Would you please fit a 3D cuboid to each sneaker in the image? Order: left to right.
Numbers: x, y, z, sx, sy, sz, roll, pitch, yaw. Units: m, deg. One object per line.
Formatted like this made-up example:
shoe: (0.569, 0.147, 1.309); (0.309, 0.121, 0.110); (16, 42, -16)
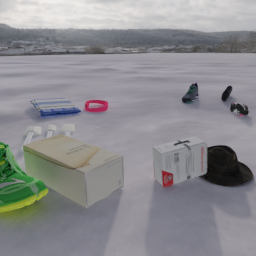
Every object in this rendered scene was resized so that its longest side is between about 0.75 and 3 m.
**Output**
sneaker: (-2.456, 0.809, 5.191); (2.395, 1.001, 0.887); (13, 22, 34)
sneaker: (2.955, -1.707, 13.292); (0.629, 0.740, 1.691); (6, 19, 24)
sneaker: (4.433, -0.758, 10.842); (0.528, 0.491, 1.222); (1, 19, -1)

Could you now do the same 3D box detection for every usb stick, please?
usb stick: (4.823, -1.700, 13.645); (0.307, 0.522, 1.883); (24, 25, 17)

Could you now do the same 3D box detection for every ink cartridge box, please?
ink cartridge box: (1.084, 0.677, 5.825); (1.049, 0.757, 0.439); (-12, 21, -17)

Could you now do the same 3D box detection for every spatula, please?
spatula: (-2.366, 0.270, 8.275); (1.546, 0.179, 2.223); (1, 19, -10)

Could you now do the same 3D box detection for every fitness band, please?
fitness band: (-1.319, -0.937, 11.809); (0.967, 0.252, 1.346); (2, 19, -2)

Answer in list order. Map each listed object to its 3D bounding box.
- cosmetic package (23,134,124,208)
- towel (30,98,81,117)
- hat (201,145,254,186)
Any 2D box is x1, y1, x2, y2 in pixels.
cosmetic package: (-1.155, 0.775, 5.752); (2.004, 0.732, 1.037); (13, 22, 37)
towel: (-3.016, -0.868, 11.547); (1.627, 0.264, 2.216); (-7, 21, -27)
hat: (2.085, 0.700, 6.237); (1.427, 0.575, 1.427); (1, 17, 0)
